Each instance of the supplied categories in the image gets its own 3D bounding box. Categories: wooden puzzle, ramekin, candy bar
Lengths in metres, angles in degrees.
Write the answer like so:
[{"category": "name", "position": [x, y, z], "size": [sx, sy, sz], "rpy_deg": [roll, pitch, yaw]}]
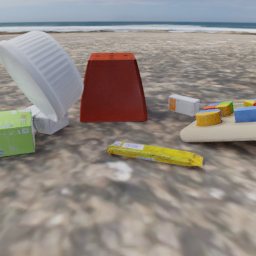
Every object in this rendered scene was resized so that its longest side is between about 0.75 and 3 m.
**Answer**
[{"category": "wooden puzzle", "position": [3.094, -0.389, 8.191], "size": [2.479, 0.620, 2.677], "rpy_deg": [-3, 19, 36]}, {"category": "ramekin", "position": [-2.161, -1.375, 7.234], "size": [1.099, 2.360, 2.360], "rpy_deg": [-42, 40, -21]}, {"category": "candy bar", "position": [0.633, 0.643, 6.976], "size": [2.446, 0.271, 0.610], "rpy_deg": [7, 20, 17]}]

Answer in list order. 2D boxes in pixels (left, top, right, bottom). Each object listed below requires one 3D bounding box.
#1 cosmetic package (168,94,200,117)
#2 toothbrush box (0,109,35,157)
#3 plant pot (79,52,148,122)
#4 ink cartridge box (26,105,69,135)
[{"category": "cosmetic package", "position": [1.993, -0.822, 10.079], "size": [1.083, 0.549, 0.386], "rpy_deg": [19, 29, 39]}, {"category": "toothbrush box", "position": [-3.498, 0.141, 7.456], "size": [1.880, 0.809, 1.369], "rpy_deg": [-7, 24, -18]}, {"category": "plant pot", "position": [-0.519, -1.559, 9.937], "size": [2.292, 2.020, 2.290], "rpy_deg": [-1, 23, -3]}, {"category": "ink cartridge box", "position": [-2.676, -0.288, 8.792], "size": [1.311, 0.549, 0.951], "rpy_deg": [9, 24, 22]}]
